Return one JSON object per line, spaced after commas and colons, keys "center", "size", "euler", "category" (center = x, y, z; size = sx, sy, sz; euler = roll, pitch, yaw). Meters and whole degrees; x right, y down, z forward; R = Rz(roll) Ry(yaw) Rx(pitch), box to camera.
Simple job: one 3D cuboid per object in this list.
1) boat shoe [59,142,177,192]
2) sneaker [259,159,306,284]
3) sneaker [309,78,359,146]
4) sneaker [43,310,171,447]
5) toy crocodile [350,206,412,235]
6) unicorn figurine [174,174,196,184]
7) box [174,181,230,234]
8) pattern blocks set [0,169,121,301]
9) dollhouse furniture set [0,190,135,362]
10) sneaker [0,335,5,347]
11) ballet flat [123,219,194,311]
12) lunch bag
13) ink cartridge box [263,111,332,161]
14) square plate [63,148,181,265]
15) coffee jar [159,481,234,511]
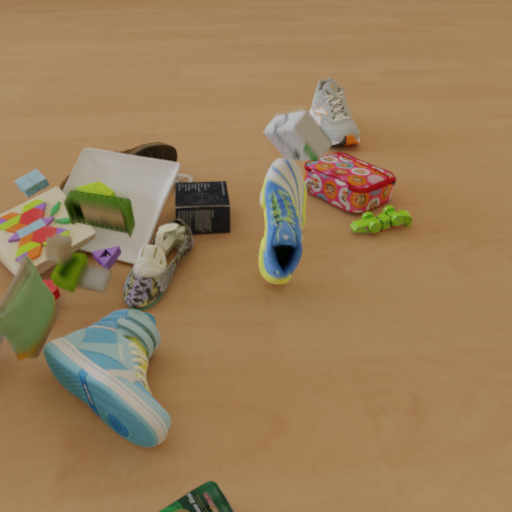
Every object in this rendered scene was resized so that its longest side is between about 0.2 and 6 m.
{"center": [-3.067, -1.961, 12.561], "size": [0.959, 1.015, 2.821], "euler": [27, 43, 33], "category": "boat shoe"}
{"center": [0.530, -0.579, 9.299], "size": [0.818, 2.160, 1.134], "euler": [2, 1, -10], "category": "sneaker"}
{"center": [2.066, -3.968, 15.242], "size": [1.100, 1.337, 2.906], "euler": [-7, 35, -9], "category": "sneaker"}
{"center": [-1.646, 1.461, 7.605], "size": [2.335, 0.929, 1.524], "euler": [27, 44, 33], "category": "sneaker"}
{"center": [2.524, -0.673, 11.276], "size": [1.315, 0.406, 0.444], "euler": [-16, 38, -15], "category": "toy crocodile"}
{"center": [-1.852, -1.728, 12.785], "size": [0.974, 0.360, 0.669], "euler": [13, 25, 28], "category": "unicorn figurine"}
{"center": [-1.097, -0.993, 11.423], "size": [1.082, 0.682, 1.101], "euler": [-4, 34, -5], "category": "box"}
{"center": [-4.025, -0.420, 10.279], "size": [3.675, 0.298, 3.231], "euler": [25, 55, 31], "category": "pattern blocks set"}
{"center": [-2.634, 0.272, 8.047], "size": [0.984, 1.274, 2.550], "euler": [11, 54, 4], "category": "dollhouse furniture set"}
{"center": [-4.707, 1.443, 7.581], "size": [1.316, 0.938, 2.654], "euler": [20, 43, 19], "category": "sneaker"}
{"center": [-1.748, 0.009, 9.887], "size": [0.806, 0.806, 2.242], "euler": [9, 35, 13], "category": "ballet flat"}
{"center": [2.116, -1.676, 12.453], "size": [1.623, 0.755, 1.843], "euler": [-22, 40, -37], "category": "lunch bag"}
{"center": [0.649, -1.895, 8.947], "size": [0.398, 0.703, 0.959], "euler": [-51, 26, -12], "category": "ink cartridge box"}
{"center": [-2.811, -0.994, 10.979], "size": [2.262, 0.322, 2.240], "euler": [12, 69, 17], "category": "square plate"}
{"center": [-0.924, 2.954, 5.637], "size": [1.497, 0.639, 0.781], "euler": [-19, 37, -25], "category": "coffee jar"}
